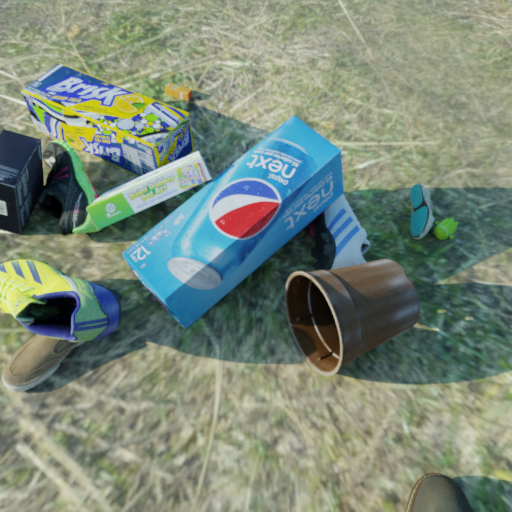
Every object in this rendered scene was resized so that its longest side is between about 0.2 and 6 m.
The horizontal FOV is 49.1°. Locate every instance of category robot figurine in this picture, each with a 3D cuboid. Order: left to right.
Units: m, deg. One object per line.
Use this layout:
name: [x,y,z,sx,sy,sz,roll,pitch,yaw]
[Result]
robot figurine: [3.853,-0.544,11.410,0.556,0.321,0.487,-36,74,-22]

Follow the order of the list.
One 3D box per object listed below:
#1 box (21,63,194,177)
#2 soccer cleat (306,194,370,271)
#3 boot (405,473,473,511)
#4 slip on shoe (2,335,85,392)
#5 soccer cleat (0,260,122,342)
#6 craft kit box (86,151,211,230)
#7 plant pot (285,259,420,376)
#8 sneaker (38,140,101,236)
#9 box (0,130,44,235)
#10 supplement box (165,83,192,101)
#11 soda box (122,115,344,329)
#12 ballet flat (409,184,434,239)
box: [-3.386,-3.051,12.843,3.852,1.238,1.349,25,56,18]
soccer cleat: [1.641,-0.560,11.203,1.163,0.941,2.694,14,47,-17]
boot: [2.569,4.264,6.602,1.393,1.807,3.728,2,51,2]
slip on shoe: [-3.471,1.457,9.622,2.043,0.619,0.777,-37,60,-26]
soccer cleat: [-3.724,0.716,9.374,3.205,1.036,1.341,10,11,27]
craft kit box: [-1.996,-1.344,10.858,2.245,0.545,2.217,-24,12,0]
plant pot: [1.669,0.909,9.483,1.750,1.768,1.768,-15,52,-22]
sneaker: [-4.080,-1.472,11.726,1.144,1.048,2.731,-23,52,-16]
box: [-4.926,-1.466,11.300,0.793,1.523,1.387,15,51,-7]
supplement box: [-1.997,-4.222,14.434,0.703,0.242,0.234,19,51,18]
soda box: [-0.292,-0.631,10.225,4.082,1.385,1.310,-41,63,-12]
ballet flat: [3.499,-0.899,11.629,0.470,0.509,1.509,28,50,-22]
